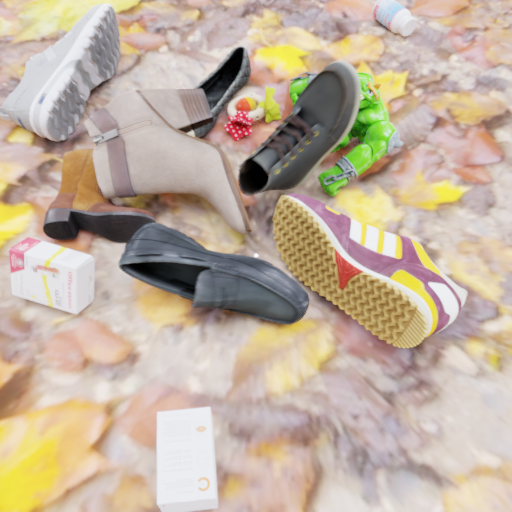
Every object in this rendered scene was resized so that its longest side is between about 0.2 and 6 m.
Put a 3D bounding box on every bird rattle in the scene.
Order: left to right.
[{"bbox_3d":[-0.137,-2.692,10.564,1.182,0.666,0.964,-34,49,-7],"label":"bird rattle"}]

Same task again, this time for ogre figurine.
[{"bbox_3d":[1.551,-2.383,9.882,1.541,1.261,2.571,-19,40,8],"label":"ogre figurine"}]

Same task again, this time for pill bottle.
[{"bbox_3d":[3.025,-5.221,12.245,0.524,0.524,0.964,-27,59,-18],"label":"pill bottle"}]

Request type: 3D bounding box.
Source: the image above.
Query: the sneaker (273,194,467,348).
[{"bbox_3d":[1.574,0.051,8.286,1.396,1.161,3.098,-20,52,-38],"label":"sneaker"}]

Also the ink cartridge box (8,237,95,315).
[{"bbox_3d":[-2.949,0.285,8.107,1.100,0.798,0.459,15,28,11],"label":"ink cartridge box"}]

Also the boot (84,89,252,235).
[{"bbox_3d":[-1.460,-1.350,8.882,2.050,0.985,2.804,-20,80,-2],"label":"boot"}]

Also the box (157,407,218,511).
[{"bbox_3d":[-0.836,2.469,6.785,0.675,0.529,1.086,-4,54,-4],"label":"box"}]

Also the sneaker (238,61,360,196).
[{"bbox_3d":[0.641,-1.784,8.375,0.867,2.317,1.231,44,40,17],"label":"sneaker"}]

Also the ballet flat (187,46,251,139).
[{"bbox_3d":[-0.947,-3.031,10.549,0.878,0.750,2.641,23,58,15],"label":"ballet flat"}]

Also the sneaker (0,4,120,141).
[{"bbox_3d":[-3.712,-3.746,10.740,1.400,1.276,3.415,14,56,10],"label":"sneaker"}]

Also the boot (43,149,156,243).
[{"bbox_3d":[-2.501,-1.075,9.406,1.800,0.655,1.912,-5,47,6],"label":"boot"}]

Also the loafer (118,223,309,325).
[{"bbox_3d":[-0.601,0.396,7.788,2.693,0.914,0.945,21,42,6],"label":"loafer"}]
